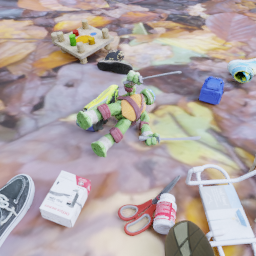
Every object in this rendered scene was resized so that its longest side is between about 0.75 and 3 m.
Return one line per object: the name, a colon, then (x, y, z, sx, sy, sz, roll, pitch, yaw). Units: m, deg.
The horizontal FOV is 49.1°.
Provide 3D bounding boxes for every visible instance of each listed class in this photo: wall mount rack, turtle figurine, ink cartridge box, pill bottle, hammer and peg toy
wall mount rack: (2.583, 1.623, 6.153, 2.278, 0.978, 2.622, -4, 48, -4)
turtle figurine: (0.183, -0.418, 7.782, 2.702, 2.006, 2.787, -34, 48, -27)
ink cartridge box: (-1.372, 1.570, 6.270, 0.755, 0.426, 1.029, 17, 49, 9)
pill bottle: (0.846, 1.912, 6.308, 0.457, 0.457, 0.815, 8, 42, 9)
hammer and peg toy: (-2.153, -4.018, 12.350, 2.004, 0.961, 2.724, -38, 55, -26)

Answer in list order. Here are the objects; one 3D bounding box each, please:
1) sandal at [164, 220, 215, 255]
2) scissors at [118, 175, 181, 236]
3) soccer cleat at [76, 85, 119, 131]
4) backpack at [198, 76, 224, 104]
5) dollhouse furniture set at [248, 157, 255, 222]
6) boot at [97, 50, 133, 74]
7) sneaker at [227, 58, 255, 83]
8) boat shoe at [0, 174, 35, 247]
sandal: (1.388, 2.886, 5.183, 0.938, 0.626, 2.295, -23, 61, -14)
scissors: (0.702, 1.816, 6.690, 2.091, 0.146, 0.765, -22, 49, -27)
soccer cleat: (-0.930, -0.764, 9.097, 0.950, 0.734, 2.272, 9, 42, 17)
backpack: (2.979, -1.381, 9.744, 0.770, 0.795, 0.948, 21, 42, 12)
dollhouse furniture set: (3.786, 1.509, 6.601, 2.001, 1.031, 1.979, 34, 41, 32)
boot: (-0.387, -2.715, 11.418, 1.497, 0.548, 1.127, 8, 43, 18)
sneaker: (4.754, -2.130, 10.665, 1.725, 0.686, 1.126, -4, 39, 9)
boat shoe: (-2.881, 1.819, 6.153, 0.858, 0.793, 2.323, 14, 44, 15)
